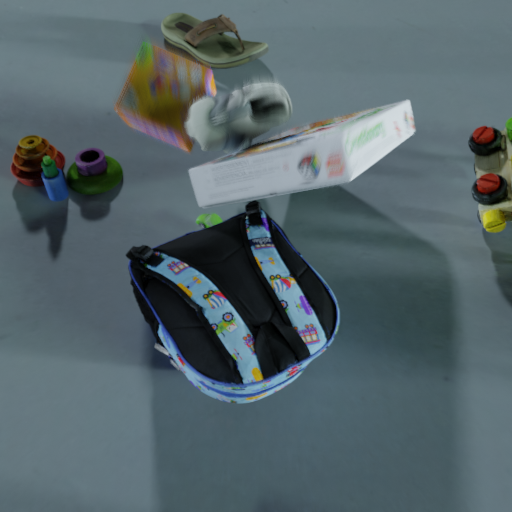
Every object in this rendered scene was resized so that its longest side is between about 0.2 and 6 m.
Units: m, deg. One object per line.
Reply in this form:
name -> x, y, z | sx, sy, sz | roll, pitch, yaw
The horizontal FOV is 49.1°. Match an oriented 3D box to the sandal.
sandal -> -1.201, -5.639, 14.197 | 3.379, 0.964, 1.342 | 31, 55, 25

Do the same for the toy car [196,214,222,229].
toy car -> -0.516, -0.429, 9.609 | 1.134, 0.269, 1.205 | 31, 42, 9

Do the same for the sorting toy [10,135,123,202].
sorting toy -> -3.727, -1.804, 10.734 | 2.172, 0.891, 1.305 | 4, 47, 3

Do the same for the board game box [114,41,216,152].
board game box -> -1.516, -2.685, 9.649 | 1.226, 1.226, 1.227 | 23, 89, 0

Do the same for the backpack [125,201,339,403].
backpack -> -0.222, 0.831, 7.709 | 2.407, 1.774, 2.637 | -23, 51, -20

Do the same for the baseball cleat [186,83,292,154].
baseball cleat -> -0.094, -2.311, 9.583 | 1.625, 1.065, 3.054 | -13, 15, 15

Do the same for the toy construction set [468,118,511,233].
toy construction set -> 5.160, -1.372, 9.709 | 2.600, 1.827, 3.966 | -8, 35, 26

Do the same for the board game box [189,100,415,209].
board game box -> 0.968, -1.757, 9.230 | 2.447, 0.671, 3.877 | -7, 17, 30
